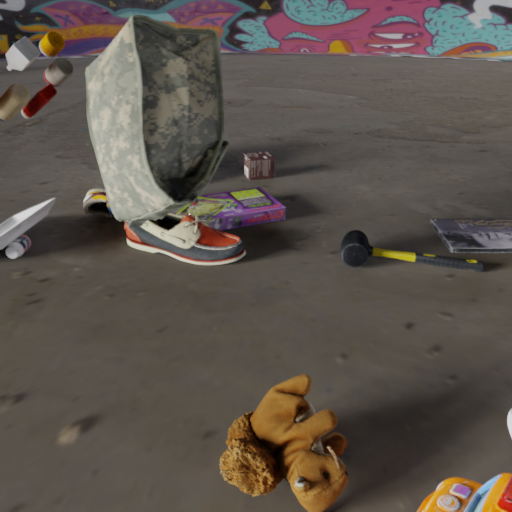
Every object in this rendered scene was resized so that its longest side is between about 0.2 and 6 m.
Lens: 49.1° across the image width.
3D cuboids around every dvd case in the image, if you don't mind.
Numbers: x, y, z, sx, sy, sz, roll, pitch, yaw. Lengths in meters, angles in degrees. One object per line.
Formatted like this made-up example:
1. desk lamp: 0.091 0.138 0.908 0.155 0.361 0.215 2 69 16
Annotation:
1. dvd case: 5.198 -0.475 12.490 2.182 0.174 1.622 0 26 0

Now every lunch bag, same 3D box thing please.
1. lunch bag: -1.645 -1.978 9.125 1.689 2.873 2.356 -3 -2 -33

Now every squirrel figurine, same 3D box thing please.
1. squirrel figurine: 0.329 2.257 6.228 1.434 1.015 1.339 -17 38 -3

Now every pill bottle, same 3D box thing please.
1. pill bottle: -4.978 -0.177 11.686 0.341 0.341 0.570 1 27 2

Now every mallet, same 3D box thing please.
1. mallet: 3.077 -0.035 11.323 2.796 0.575 0.921 6 22 1

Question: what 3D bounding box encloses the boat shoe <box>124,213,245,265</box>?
1. boat shoe: -1.534 -0.479 11.713 2.769 0.866 0.985 12 26 20

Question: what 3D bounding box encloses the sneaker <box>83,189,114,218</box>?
1. sneaker: -3.276 -1.267 13.681 1.845 0.691 0.831 -7 35 -1

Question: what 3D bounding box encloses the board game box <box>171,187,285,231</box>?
1. board game box: -0.870 -1.101 13.569 2.756 0.445 1.654 -10 23 -19

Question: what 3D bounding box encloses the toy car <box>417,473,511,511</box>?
1. toy car: 3.229 2.275 5.617 3.675 1.223 1.803 -17 31 -29

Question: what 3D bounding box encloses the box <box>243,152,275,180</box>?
1. box: 0.080 -2.640 16.417 0.785 0.644 0.651 -7 27 -14

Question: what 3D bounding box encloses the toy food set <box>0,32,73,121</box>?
1. toy food set: -4.139 -3.069 9.953 0.952 1.010 2.116 -22 31 41

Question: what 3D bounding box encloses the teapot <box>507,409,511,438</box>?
1. teapot: 3.683 2.068 6.169 1.562 1.141 1.542 -26 -13 21

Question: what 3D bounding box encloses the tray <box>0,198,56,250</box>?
1. tray: -5.355 -0.517 12.076 1.345 0.278 2.505 -18 21 17
